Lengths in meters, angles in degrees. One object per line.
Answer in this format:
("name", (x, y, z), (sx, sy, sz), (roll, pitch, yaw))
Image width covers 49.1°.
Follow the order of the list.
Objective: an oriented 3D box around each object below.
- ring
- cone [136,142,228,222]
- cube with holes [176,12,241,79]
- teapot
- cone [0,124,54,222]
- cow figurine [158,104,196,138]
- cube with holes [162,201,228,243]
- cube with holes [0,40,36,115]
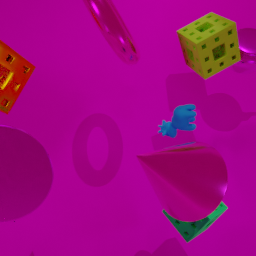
("ring", (-0.358, -2.193, 5.703), (0.405, 2.023, 2.023), (-29, 65, 12))
("cone", (0.525, 0.571, 3.890), (1.233, 1.237, 1.233), (-24, 52, 36))
("cube with holes", (1.745, -1.792, 6.083), (0.886, 0.886, 0.886), (-29, 39, 0))
("teapot", (3.133, -1.923, 7.313), (1.995, 0.977, 1.240), (13, 63, 9))
("cone", (-1.673, 0.393, 3.950), (1.282, 1.287, 1.282), (-3, 107, -10))
("cow figurine", (1.119, -0.155, 6.486), (0.885, 0.899, 0.494), (-3, 48, 10))
("cube with holes", (1.253, 1.540, 5.281), (0.713, 0.713, 0.713), (-6, 45, -47))
("cube with holes", (-2.810, -1.122, 5.494), (1.126, 1.126, 1.126), (20, 79, 35))
